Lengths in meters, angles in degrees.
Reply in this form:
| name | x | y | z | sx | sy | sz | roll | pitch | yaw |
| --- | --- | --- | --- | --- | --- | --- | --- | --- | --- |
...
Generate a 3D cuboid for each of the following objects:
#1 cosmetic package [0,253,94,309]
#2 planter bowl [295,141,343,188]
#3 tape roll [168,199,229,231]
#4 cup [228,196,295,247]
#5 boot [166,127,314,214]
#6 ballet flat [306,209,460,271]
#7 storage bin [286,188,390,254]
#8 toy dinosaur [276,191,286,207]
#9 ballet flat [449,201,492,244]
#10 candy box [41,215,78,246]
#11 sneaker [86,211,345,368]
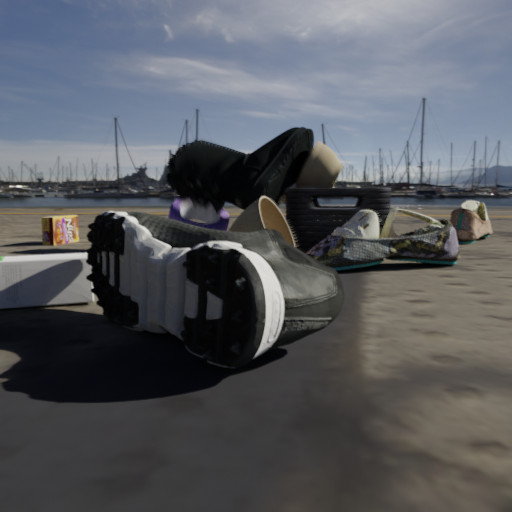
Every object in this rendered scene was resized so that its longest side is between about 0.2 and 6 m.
| name | x | y | z | sx | sy | sz | roll | pitch | yaw |
| --- | --- | --- | --- | --- | --- | --- | --- | --- | --- |
| cosmetic package | -2.439 | 0.268 | 6.125 | 1.245 | 0.528 | 0.670 | -4 | 6 | -22 |
| planter bowl | 1.406 | -1.799 | 11.953 | 0.733 | 1.089 | 1.089 | 27 | 9 | 3 |
| tape roll | -1.247 | -0.754 | 12.084 | 1.299 | 0.426 | 1.299 | 11 | 31 | -6 |
| cup | 0.003 | -0.237 | 8.747 | 0.827 | 1.157 | 1.157 | -24 | -3 | 22 |
| boot | -0.334 | -1.996 | 11.928 | 2.354 | 1.063 | 2.873 | 17 | 50 | 24 |
| ballet flat | 2.000 | -0.280 | 9.002 | 2.820 | 1.014 | 1.014 | -3 | 7 | -19 |
| storage bin | 1.591 | -0.687 | 11.025 | 1.853 | 1.285 | 2.740 | 1 | 5 | 8 |
| toy dinosaur | -0.110 | -1.653 | 12.892 | 2.248 | 1.150 | 0.865 | 12 | 28 | 13 |
| ballet flat | 5.401 | -0.887 | 14.043 | 1.000 | 0.988 | 2.938 | 7 | 9 | 24 |
| candy box | -4.583 | -0.613 | 13.146 | 0.318 | 0.656 | 1.125 | 1 | 7 | 10 |
| sneaker | -0.468 | 0.191 | 5.018 | 1.402 | 1.030 | 3.099 | -2 | 10 | -38 |
